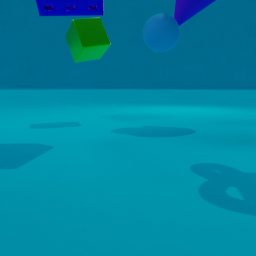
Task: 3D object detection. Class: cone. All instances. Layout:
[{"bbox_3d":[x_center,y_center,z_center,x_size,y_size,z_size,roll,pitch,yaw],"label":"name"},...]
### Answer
[{"bbox_3d":[1.797,-3.707,8.351,1.673,1.679,1.673,26,23,-12],"label":"cone"}]

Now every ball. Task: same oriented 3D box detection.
[{"bbox_3d":[0.918,-2.614,7.739,1.011,1.011,1.011,0,9,0],"label":"ball"}]

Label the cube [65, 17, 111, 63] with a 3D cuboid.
[{"bbox_3d":[-1.266,-2.738,8.743,0.951,0.951,0.951,-18,-7,-30],"label":"cube"}]

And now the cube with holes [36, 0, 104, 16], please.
[{"bbox_3d":[-1.184,-3.212,5.557,1.314,1.314,1.314,-3,-29,-6],"label":"cube with holes"}]
